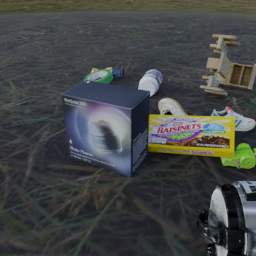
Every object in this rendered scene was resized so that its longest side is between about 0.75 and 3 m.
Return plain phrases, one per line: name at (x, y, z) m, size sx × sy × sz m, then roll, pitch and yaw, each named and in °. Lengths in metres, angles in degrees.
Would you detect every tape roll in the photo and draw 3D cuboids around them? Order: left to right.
tape roll at (-1.584, -2.628, 14.953) m, size 1.541 × 0.370 × 1.541 m, roll -13°, pitch 35°, yaw 9°

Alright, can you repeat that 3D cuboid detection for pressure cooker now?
pressure cooker at (2.419, 2.010, 5.615) m, size 2.005 × 1.764 × 1.791 m, roll 1°, pitch 44°, yaw 5°

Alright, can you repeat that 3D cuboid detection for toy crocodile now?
toy crocodile at (4.083, 0.896, 8.685) m, size 2.311 × 0.714 × 0.780 m, roll -10°, pitch 28°, yaw 8°

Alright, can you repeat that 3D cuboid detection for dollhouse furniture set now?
dollhouse furniture set at (5.061, -2.837, 13.688) m, size 1.910 × 2.520 × 2.875 m, roll 15°, pitch 6°, yaw 28°

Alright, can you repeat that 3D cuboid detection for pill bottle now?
pill bottle at (1.116, -2.235, 14.067) m, size 0.981 × 0.981 × 1.724 m, roll 8°, pitch 30°, yaw 14°

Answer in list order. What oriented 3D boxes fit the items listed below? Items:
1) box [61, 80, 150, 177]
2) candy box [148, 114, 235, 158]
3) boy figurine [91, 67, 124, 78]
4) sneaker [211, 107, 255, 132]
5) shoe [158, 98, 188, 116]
box at (-0.647, -0.047, 8.711) m, size 2.340 × 2.321 × 1.442 m, roll 13°, pitch 31°, yaw 23°
candy box at (2.017, 0.206, 9.426) m, size 2.955 × 0.390 × 1.510 m, roll 2°, pitch 47°, yaw 20°
boy figurine at (-1.160, -3.165, 16.042) m, size 1.895 × 0.611 × 1.178 m, roll 2°, pitch 40°, yaw 7°
sneaker at (4.080, -0.373, 10.837) m, size 1.799 × 0.841 × 0.633 m, roll 1°, pitch 29°, yaw 3°
shoe at (1.755, -0.491, 11.008) m, size 0.676 × 0.886 × 2.533 m, roll -6°, pitch 31°, yaw -22°
